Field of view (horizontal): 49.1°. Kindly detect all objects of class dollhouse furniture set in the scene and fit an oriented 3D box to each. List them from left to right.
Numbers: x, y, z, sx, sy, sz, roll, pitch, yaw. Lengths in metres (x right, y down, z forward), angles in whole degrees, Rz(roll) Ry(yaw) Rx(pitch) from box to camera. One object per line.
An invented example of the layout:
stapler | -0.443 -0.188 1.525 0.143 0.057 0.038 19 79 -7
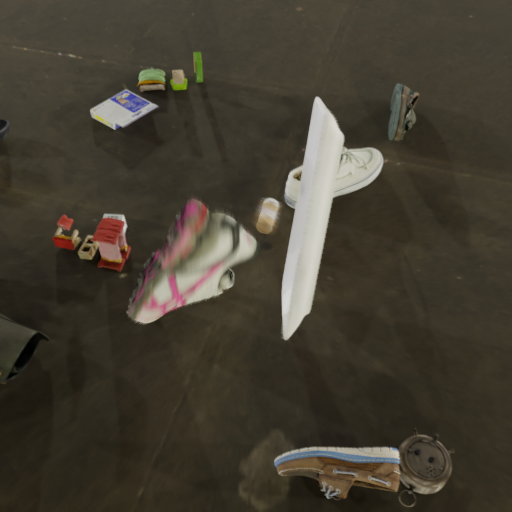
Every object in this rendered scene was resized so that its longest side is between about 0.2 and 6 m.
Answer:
dollhouse furniture set | -3.394 -0.310 11.216 1.596 0.859 0.649 9 50 7
dollhouse furniture set | -2.417 -5.131 15.520 1.841 0.711 0.920 -5 49 -5

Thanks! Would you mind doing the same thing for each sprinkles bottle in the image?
sprinkles bottle | 0.244 -0.848 11.793 0.330 0.330 0.966 7 35 6

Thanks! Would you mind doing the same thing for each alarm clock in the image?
alarm clock | 2.479 3.235 8.456 0.808 0.399 1.197 26 57 20

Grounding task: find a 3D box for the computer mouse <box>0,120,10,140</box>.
computer mouse | -6.700 -3.035 13.987 1.272 0.335 0.881 -15 51 3

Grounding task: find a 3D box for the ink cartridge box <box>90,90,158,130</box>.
ink cartridge box | -3.425 -3.766 14.626 1.270 0.298 1.255 33 55 23

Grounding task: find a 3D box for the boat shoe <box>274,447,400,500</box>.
boat shoe | 1.204 3.213 8.268 1.864 0.673 0.675 -4 60 5

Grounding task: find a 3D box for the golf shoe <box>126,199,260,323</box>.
golf shoe | -1.175 0.425 9.431 1.459 3.168 1.150 27 50 -17

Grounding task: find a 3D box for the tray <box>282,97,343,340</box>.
tray | 0.898 -0.635 9.275 0.410 3.700 1.987 8 22 -2

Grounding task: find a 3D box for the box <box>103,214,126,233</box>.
box | -3.007 -0.600 11.789 0.429 0.369 0.431 3 51 3

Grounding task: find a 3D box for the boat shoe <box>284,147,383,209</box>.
boat shoe | 1.794 -2.066 12.552 2.683 1.144 0.991 -24 53 -19

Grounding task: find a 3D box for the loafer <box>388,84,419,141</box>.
loafer | 3.802 -3.669 14.238 0.699 0.798 2.221 13 48 3

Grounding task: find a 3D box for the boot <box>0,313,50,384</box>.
boot | -5.082 1.967 9.166 2.035 1.139 2.942 23 58 7
